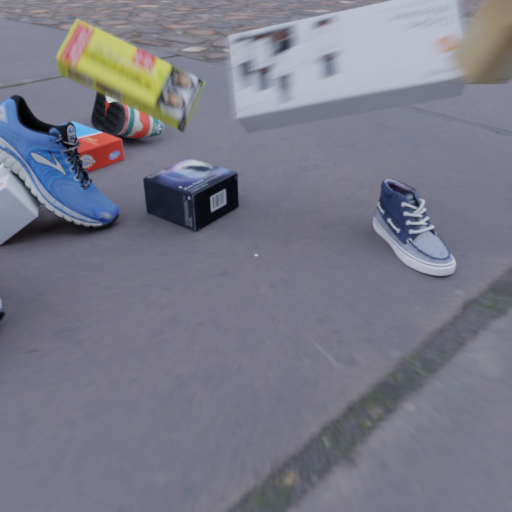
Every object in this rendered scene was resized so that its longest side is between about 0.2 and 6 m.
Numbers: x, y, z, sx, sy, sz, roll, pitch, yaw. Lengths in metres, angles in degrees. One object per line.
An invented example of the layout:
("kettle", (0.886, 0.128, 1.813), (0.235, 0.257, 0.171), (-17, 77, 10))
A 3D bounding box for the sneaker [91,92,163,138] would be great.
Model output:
("sneaker", (-3.018, -3.258, 13.144), (1.226, 0.924, 2.623), (8, 18, -33))

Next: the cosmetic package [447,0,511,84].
("cosmetic package", (1.878, -1.712, 4.088), (0.478, 0.909, 0.323), (-9, 60, -24))

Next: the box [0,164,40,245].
("box", (-4.004, -0.919, 8.999), (0.857, 0.672, 1.378), (-35, 33, 8))

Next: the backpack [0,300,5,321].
("backpack", (-4.558, 0.073, 6.254), (3.074, 2.486, 3.227), (19, 32, 10))

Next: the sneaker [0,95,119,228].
("sneaker", (-3.125, -1.474, 8.842), (1.129, 2.531, 0.994), (-43, 18, 12))

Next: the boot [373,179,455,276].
("boot", (2.355, -0.471, 8.446), (0.666, 0.827, 1.831), (-12, 34, -19))

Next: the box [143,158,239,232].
("box", (-1.103, -1.080, 9.556), (1.154, 0.717, 1.164), (20, 37, 31))

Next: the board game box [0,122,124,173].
("board game box", (-4.156, -2.037, 11.325), (1.775, 0.468, 2.320), (24, 39, 33))

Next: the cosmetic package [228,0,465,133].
("cosmetic package", (1.201, -2.619, 7.688), (3.029, 1.250, 0.767), (-8, -5, 12))

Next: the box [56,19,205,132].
("box", (-1.775, -2.560, 8.024), (1.955, 0.490, 0.736), (25, 75, -8))
